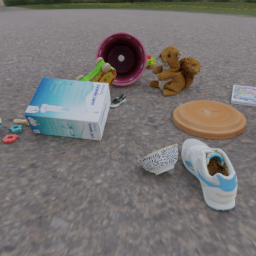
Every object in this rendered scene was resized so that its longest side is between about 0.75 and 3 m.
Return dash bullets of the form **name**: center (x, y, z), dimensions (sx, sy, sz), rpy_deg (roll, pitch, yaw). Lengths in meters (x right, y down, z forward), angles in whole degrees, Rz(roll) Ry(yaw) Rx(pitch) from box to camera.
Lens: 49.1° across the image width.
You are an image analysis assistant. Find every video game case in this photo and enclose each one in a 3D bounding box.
- **video game case**: center (6.012, -1.611, 13.938), dimensions (1.567, 0.197, 2.189), rpy_deg (11, 32, 18)

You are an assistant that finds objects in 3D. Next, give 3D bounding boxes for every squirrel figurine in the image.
- **squirrel figurine**: center (2.457, -3.065, 14.381), dimensions (2.435, 2.272, 1.723), rpy_deg (-8, 31, -14)

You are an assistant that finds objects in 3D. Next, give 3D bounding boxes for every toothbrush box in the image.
- **toothbrush box**: center (-2.194, -0.768, 10.768), dimensions (2.738, 1.168, 2.004), rpy_deg (5, 52, 6)

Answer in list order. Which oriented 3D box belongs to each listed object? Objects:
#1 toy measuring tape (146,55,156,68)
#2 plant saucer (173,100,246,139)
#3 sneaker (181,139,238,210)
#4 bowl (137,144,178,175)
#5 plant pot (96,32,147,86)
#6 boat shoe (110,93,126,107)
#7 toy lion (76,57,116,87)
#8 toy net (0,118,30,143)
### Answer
- **toy measuring tape**: center (1.078, -4.482, 18.445), dimensions (0.809, 0.809, 2.199), rpy_deg (-13, 32, -21)
- **plant saucer**: center (3.380, -0.495, 11.707), dimensions (2.967, 0.479, 2.967), rpy_deg (1, 30, 0)
- **sneaker**: center (2.414, 1.021, 8.344), dimensions (1.103, 1.165, 2.883), rpy_deg (-6, 29, -8)
- **bowl**: center (1.017, 1.043, 8.610), dimensions (1.358, 1.358, 0.637), rpy_deg (-16, 78, -26)
- **plant pot**: center (-0.376, -3.844, 15.701), dimensions (2.755, 2.755, 2.466), rpy_deg (-1, 13, -1)
- **boat shoe**: center (-0.513, -1.326, 13.243), dimensions (0.418, 0.376, 1.182), rpy_deg (15, 33, 27)
- **toy lion**: center (-1.434, -2.343, 13.787), dimensions (0.695, 1.940, 2.024), rpy_deg (41, 78, 21)
- **toy net**: center (-4.228, -0.153, 11.004), dimensions (2.919, 0.564, 1.531), rpy_deg (-17, 34, -29)
